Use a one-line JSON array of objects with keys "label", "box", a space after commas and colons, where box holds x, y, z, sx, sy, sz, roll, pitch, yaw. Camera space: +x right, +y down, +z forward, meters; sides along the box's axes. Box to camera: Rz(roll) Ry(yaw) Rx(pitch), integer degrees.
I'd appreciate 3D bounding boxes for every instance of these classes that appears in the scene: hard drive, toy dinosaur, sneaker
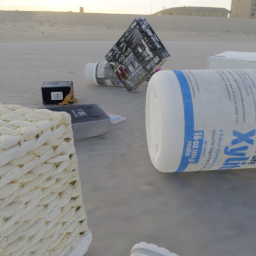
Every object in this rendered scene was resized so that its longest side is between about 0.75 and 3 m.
[{"label": "hard drive", "box": [-1.846, -0.133, 7.336, 2.514, 0.532, 1.696, -8, 22, -20]}, {"label": "toy dinosaur", "box": [-1.980, -1.033, 9.498, 0.562, 1.059, 0.320, 18, 35, -37]}, {"label": "sneaker", "box": [0.680, 1.703, 2.601, 1.693, 0.633, 0.694, 5, 36, 30]}]

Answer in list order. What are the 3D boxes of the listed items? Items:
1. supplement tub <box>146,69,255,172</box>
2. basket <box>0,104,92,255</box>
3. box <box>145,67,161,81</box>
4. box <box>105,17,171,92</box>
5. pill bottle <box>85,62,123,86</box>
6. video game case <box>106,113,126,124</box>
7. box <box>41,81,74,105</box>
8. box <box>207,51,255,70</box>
[{"label": "supplement tub", "box": [1.922, -0.169, 5.418, 2.965, 1.956, 1.956, -2, 21, -5]}, {"label": "basket", "box": [-1.968, 0.858, 2.852, 2.333, 1.876, 2.312, 9, 23, 27]}, {"label": "box", "box": [1.069, -2.683, 12.841, 0.669, 1.013, 0.581, 6, -23, -28]}, {"label": "box", "box": [0.305, -2.813, 11.048, 0.586, 1.857, 2.355, -29, -7, -44]}, {"label": "pill bottle", "box": [-0.961, -2.509, 12.912, 1.885, 1.072, 1.072, 6, 21, 15]}, {"label": "video game case", "box": [-0.538, -0.301, 8.453, 0.790, 0.069, 0.565, 17, 26, 37]}, {"label": "box", "box": [-2.530, -1.292, 10.223, 1.088, 0.671, 1.080, -3, 21, -9]}, {"label": "box", "box": [4.264, -1.555, 9.380, 2.653, 1.743, 2.667, 12, 24, 30]}]
